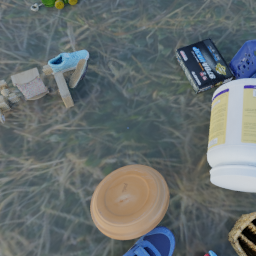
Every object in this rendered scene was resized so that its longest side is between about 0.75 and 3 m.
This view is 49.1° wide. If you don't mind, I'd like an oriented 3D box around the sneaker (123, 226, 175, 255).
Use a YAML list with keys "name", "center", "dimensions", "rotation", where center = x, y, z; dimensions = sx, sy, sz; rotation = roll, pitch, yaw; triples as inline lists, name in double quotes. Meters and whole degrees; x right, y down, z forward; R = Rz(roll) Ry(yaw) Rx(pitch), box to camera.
- name: "sneaker"
  center: [0.186, 3.786, 7.486]
  dimensions: [2.798, 1.151, 1.035]
  rotation: [-41, 72, -9]

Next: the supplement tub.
- name: "supplement tub"
  center: [3.530, 0.260, 8.416]
  dimensions: [2.137, 2.137, 2.940]
  rotation: [10, 69, 4]

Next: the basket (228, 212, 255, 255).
- name: "basket"
  center: [3.743, 3.270, 7.735]
  dimensions: [1.647, 1.227, 1.175]
  rotation: [41, 74, 13]

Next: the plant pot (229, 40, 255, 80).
- name: "plant pot"
  center: [4.667, -2.067, 9.697]
  dimensions: [1.587, 1.587, 1.427]
  rotation: [-6, 74, -3]

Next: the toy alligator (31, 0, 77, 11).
- name: "toy alligator"
  center: [-2.955, -5.317, 11.503]
  dimensions: [2.208, 0.531, 0.732]
  rotation: [-20, 69, -8]

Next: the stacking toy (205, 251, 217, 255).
- name: "stacking toy"
  center: [1.846, 4.085, 7.721]
  dimensions: [1.572, 0.863, 0.912]
  rotation: [-22, 63, 3]

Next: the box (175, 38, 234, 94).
- name: "box"
  center: [2.796, -2.323, 10.372]
  dimensions: [1.465, 0.424, 1.843]
  rotation: [-20, 70, -8]

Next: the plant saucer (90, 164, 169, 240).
- name: "plant saucer"
  center: [0.001, 1.988, 8.046]
  dimensions: [2.352, 0.380, 2.352]
  rotation: [-14, 41, 12]

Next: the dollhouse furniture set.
- name: "dollhouse furniture set"
  center: [-3.264, -1.086, 9.442]
  dimensions: [2.467, 1.279, 1.092]
  rotation: [-21, 68, -8]

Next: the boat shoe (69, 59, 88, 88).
- name: "boat shoe"
  center: [-1.711, -1.888, 9.963]
  dimensions: [0.425, 0.383, 1.182]
  rotation: [7, 69, 33]

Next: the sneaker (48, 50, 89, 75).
- name: "sneaker"
  center: [-2.185, -2.517, 10.327]
  dimensions: [1.610, 0.660, 0.595]
  rotation: [-31, 73, -11]
